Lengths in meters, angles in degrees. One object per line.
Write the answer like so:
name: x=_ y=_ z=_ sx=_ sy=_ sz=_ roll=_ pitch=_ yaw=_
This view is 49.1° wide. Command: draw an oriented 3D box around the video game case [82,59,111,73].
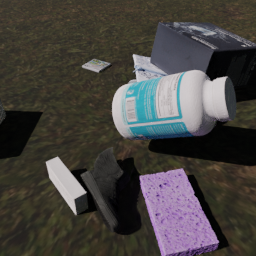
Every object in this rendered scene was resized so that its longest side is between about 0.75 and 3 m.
video game case: x=-1.364 y=-2.700 z=12.121 sx=0.916 sy=0.101 sz=0.835 roll=21 pitch=43 yaw=26

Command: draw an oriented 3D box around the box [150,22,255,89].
box: x=2.829 y=-2.699 z=10.416 sx=2.821 sy=1.656 sz=2.774 roll=-14 pitch=43 yaw=-32

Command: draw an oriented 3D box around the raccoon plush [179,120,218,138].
raccoon plush: x=1.537 y=-0.362 z=8.839 sx=2.264 sy=1.095 sz=1.517 roll=12 pitch=10 yaw=-37

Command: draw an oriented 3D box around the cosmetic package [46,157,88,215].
cosmetic package: x=-1.446 y=1.330 z=6.621 sx=0.356 sy=0.581 sz=1.408 roll=-26 pitch=46 yaw=-28

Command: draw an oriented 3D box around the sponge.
sponge: x=1.039 y=1.813 z=6.225 sx=1.143 sy=0.306 sz=2.050 roll=-7 pitch=38 yaw=-9

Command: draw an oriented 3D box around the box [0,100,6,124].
box: x=-4.740 y=-0.156 z=8.103 sx=1.359 sy=1.065 sz=2.185 roll=2 pitch=38 yaw=3

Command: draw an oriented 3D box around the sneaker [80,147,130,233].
sneaker: x=-0.380 y=1.345 z=6.552 sx=1.095 sy=0.631 sz=2.100 roll=-22 pitch=40 yaw=-19

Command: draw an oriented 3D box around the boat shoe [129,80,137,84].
boat shoe: x=0.719 y=-1.551 z=10.343 sx=1.385 sy=0.511 sz=0.473 roll=7 pitch=33 yaw=6

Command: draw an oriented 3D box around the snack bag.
snack bag: x=1.418 y=-2.043 z=10.627 sx=2.496 sy=0.283 sz=2.647 roll=10 pitch=34 yaw=-8

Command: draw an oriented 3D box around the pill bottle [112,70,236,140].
pill bottle: x=1.111 y=-0.526 z=6.915 sx=2.795 sy=1.549 sz=1.549 roll=-5 pitch=31 yaw=34
